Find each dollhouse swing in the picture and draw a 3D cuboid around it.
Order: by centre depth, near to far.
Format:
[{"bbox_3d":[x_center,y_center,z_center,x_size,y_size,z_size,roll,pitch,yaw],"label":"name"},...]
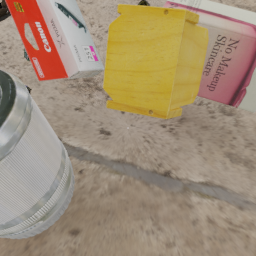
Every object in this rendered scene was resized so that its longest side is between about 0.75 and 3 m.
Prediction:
[{"bbox_3d":[0.569,-1.189,5.101,1.536,1.690,1.486,11,17,14],"label":"dollhouse swing"}]

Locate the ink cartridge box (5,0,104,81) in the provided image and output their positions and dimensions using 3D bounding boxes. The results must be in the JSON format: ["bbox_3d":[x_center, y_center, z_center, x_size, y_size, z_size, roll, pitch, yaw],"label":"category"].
[{"bbox_3d":[-1.502,-2.029,6.010,1.717,0.431,1.978,-23,90,-57],"label":"ink cartridge box"}]

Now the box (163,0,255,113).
[{"bbox_3d":[2.080,-1.873,6.884,2.882,1.843,1.570,18,43,7],"label":"box"}]

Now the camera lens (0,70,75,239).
[{"bbox_3d":[-2.176,0.495,4.590,2.061,2.577,2.061,-7,51,8],"label":"camera lens"}]

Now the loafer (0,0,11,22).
[{"bbox_3d":[-3.438,-3.571,8.110,1.397,0.498,0.510,-28,55,6],"label":"loafer"}]

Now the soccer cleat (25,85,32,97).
[{"bbox_3d":[-2.643,-0.620,6.052,0.585,0.452,1.398,15,27,8],"label":"soccer cleat"}]

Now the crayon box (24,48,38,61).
[{"bbox_3d":[-2.024,-1.820,7.079,1.064,0.270,0.675,-1,21,-28],"label":"crayon box"}]

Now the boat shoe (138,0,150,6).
[{"bbox_3d":[0.365,-3.377,8.532,0.704,0.623,1.923,-11,36,15],"label":"boat shoe"}]
